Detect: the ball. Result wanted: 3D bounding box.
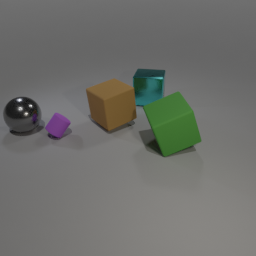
[{"bbox_3d":[-4.076,-0.515,10.849,1.400,1.400,1.400,0,29,0],"label":"ball"}]

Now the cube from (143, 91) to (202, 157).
[{"bbox_3d":[1.506,-0.147,9.660,1.400,1.400,1.400,-23,36,4],"label":"cube"}]

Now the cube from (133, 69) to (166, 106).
[{"bbox_3d":[1.016,-1.945,13.368,1.400,1.400,1.400,5,28,9],"label":"cube"}]

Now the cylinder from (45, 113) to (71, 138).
[{"bbox_3d":[-2.645,-0.109,10.596,0.700,0.700,0.700,35,6,-4],"label":"cylinder"}]

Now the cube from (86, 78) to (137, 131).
[{"bbox_3d":[-0.651,-0.971,11.189,1.400,1.400,1.400,-25,37,-27],"label":"cube"}]
